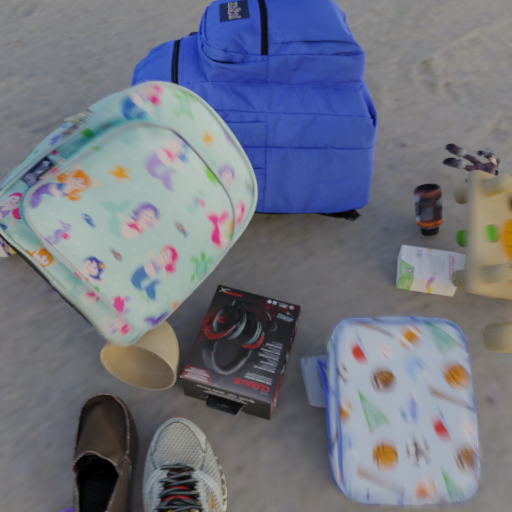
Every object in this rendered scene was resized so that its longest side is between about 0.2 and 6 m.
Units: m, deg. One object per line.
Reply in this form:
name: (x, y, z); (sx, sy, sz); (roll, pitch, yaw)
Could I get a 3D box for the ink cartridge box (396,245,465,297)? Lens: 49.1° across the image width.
ink cartridge box: (3.348, 0.299, 10.534); (1.323, 0.445, 0.775); (9, 55, 8)

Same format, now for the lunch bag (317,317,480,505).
lunch bag: (2.046, 2.210, 8.364); (2.221, 1.047, 2.772); (-2, 71, 5)

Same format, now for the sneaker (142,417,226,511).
sneaker: (-0.901, 3.546, 7.488); (1.223, 1.290, 3.141); (-4, 44, -11)

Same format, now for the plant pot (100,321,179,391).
plant pot: (-1.793, 1.498, 9.210); (1.259, 1.259, 0.845); (11, 45, 8)

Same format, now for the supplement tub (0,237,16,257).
supplement tub: (-4.421, -0.737, 10.887); (1.548, 1.126, 1.126); (-22, 56, -15)

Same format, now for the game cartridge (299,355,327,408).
game cartridge: (1.406, 2.038, 9.194); (1.297, 0.262, 0.865); (-3, 59, -16)

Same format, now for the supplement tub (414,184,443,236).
supplement tub: (3.410, -0.893, 11.076); (0.525, 0.982, 0.525); (-9, 26, 5)

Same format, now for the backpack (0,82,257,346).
backpack: (-1.714, -0.793, 8.238); (3.452, 3.064, 2.599); (-46, 25, -18)

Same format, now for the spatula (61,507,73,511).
spatula: (-1.815, 4.197, 7.732); (2.483, 0.255, 0.702); (19, 46, 10)

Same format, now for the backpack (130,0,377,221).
backpack: (-0.225, -2.951, 10.926); (4.461, 3.743, 3.625); (-4, 37, -1)

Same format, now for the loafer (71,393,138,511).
loafer: (-2.200, 2.956, 8.140); (0.912, 0.887, 2.498); (-12, 43, -9)

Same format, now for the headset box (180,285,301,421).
headset box: (-0.245, 1.661, 9.310); (1.527, 0.771, 2.055); (15, 55, 10)

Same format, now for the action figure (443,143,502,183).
action figure: (4.485, -1.855, 11.481); (1.325, 0.459, 0.862); (21, 87, -17)

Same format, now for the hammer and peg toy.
hammer and peg toy: (4.414, 0.203, 9.632); (2.208, 1.059, 3.002); (11, 77, -27)
